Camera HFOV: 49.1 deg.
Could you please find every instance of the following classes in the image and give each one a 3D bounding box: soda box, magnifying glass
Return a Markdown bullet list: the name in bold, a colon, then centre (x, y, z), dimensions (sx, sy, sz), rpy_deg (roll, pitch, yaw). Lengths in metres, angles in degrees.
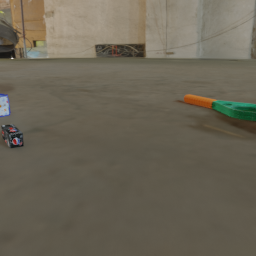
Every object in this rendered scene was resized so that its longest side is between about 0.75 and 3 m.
- **soda box**: centre (-2.459, 0.162, 5.939), dimensions (0.269, 0.301, 0.849), rpy_deg (-8, 18, -32)
- **magnifying glass**: centre (3.015, -0.708, 8.850), dimensions (1.193, 0.336, 2.998), rpy_deg (-12, 20, -35)

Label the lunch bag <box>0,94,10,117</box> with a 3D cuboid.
- **lunch bag**: centre (-3.817, -0.641, 8.053), dimensions (0.757, 0.644, 0.469), rpy_deg (-7, 21, -18)
